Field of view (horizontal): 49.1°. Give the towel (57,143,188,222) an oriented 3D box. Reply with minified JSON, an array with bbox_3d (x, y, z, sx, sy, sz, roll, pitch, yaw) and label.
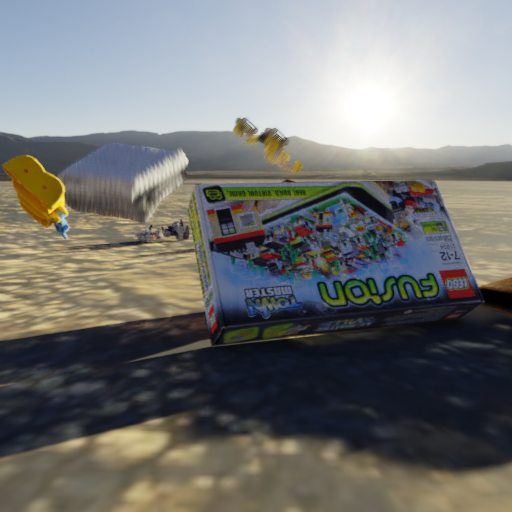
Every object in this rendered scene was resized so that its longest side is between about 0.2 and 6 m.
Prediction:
[{"bbox_3d":[-1.931,-1.118,8.295,1.585,0.678,1.312,10,35,24],"label":"towel"}]

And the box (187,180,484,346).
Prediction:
[{"bbox_3d":[0.709,-0.010,5.049,2.464,1.356,0.428,-4,-27,-19],"label":"box"}]

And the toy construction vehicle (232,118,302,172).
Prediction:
[{"bbox_3d":[0.177,-1.902,9.796,1.161,0.409,1.010,38,-7,-32],"label":"toy construction vehicle"}]

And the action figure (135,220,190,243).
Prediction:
[{"bbox_3d":[-1.799,-0.435,10.540,1.035,0.359,0.673,-10,19,-33],"label":"action figure"}]

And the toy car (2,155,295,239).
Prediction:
[{"bbox_3d":[-0.734,-0.403,5.596,3.028,1.485,1.008,27,-26,-6],"label":"toy car"}]

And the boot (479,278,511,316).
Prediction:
[{"bbox_3d":[3.279,0.284,5.789,2.593,0.888,2.441,-12,21,-23],"label":"boot"}]
